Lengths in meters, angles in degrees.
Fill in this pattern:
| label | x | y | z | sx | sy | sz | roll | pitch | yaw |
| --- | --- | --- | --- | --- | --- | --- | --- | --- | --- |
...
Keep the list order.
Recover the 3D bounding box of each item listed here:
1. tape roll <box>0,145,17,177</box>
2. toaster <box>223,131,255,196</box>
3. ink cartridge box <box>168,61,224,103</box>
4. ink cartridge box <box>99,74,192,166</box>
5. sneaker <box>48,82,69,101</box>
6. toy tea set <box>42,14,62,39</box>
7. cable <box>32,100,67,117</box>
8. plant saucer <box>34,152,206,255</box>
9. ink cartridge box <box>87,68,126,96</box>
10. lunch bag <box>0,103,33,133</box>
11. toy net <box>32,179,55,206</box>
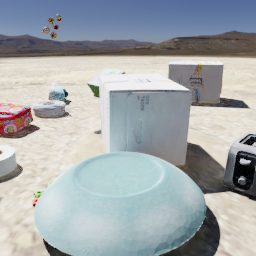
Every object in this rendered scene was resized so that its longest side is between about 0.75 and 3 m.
| label | x | y | z | sx | sy | sz | roll | pitch | yaw |
| --- | --- | --- | --- | --- | --- | --- | --- | --- | --- |
| tape roll | -3.227 | 0.780 | 6.592 | 1.135 | 0.397 | 1.135 | -1 | 18 | 0 |
| toaster | 2.959 | 0.767 | 5.737 | 1.452 | 0.953 | 1.606 | 16 | 23 | 37 |
| ink cartridge box | 3.294 | -2.369 | 13.956 | 2.538 | 1.836 | 1.868 | 3 | 18 | 11 |
| ink cartridge box | 0.282 | -0.315 | 7.465 | 1.898 | 1.932 | 2.624 | -3 | 19 | -9 |
| sneaker | -3.436 | -1.711 | 13.952 | 0.908 | 0.819 | 2.216 | 13 | 19 | -15 |
| toy tea set | -2.657 | -3.612 | 9.855 | 0.514 | 0.865 | 0.320 | 22 | 8 | -14 |
| cable | -3.220 | -0.815 | 11.462 | 1.308 | 0.453 | 1.309 | -8 | 19 | -20 |
| plant saucer | -0.135 | 0.983 | 4.824 | 2.919 | 0.562 | 2.919 | -1 | 19 | 0 |
| ink cartridge box | -0.849 | -2.280 | 14.456 | 1.397 | 0.798 | 2.691 | -43 | 35 | -17 |
| lunch bag | -4.347 | -0.290 | 9.490 | 1.815 | 0.744 | 1.599 | 4 | 23 | 14 |
| toy net | -1.380 | 1.349 | 5.068 | 0.694 | 0.256 | 1.324 | -6 | 19 | -17 |
